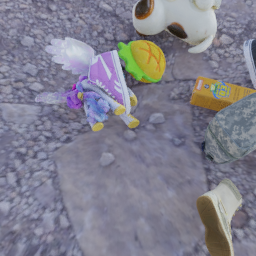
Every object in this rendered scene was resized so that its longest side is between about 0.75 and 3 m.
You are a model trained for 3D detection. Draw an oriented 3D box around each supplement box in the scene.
[{"bbox_3d":[3.166,-0.949,8.973,2.189,0.753,0.728,15,66,12],"label":"supplement box"}]

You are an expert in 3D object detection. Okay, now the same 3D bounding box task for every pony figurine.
[{"bbox_3d":[-1.148,-1.216,8.584,2.738,2.362,2.836,-6,50,-42],"label":"pony figurine"}]

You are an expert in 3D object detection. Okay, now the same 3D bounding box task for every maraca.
[{"bbox_3d":[0.441,-2.159,9.090,2.270,1.214,1.557,-20,78,-56],"label":"maraca"}]

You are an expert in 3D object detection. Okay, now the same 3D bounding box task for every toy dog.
[{"bbox_3d":[1.656,-4.088,10.301,2.998,2.092,2.907,6,86,4],"label":"toy dog"}]

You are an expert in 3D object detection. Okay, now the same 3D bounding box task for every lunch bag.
[{"bbox_3d":[3.133,0.135,7.883,1.906,1.599,1.328,-28,64,-17],"label":"lunch bag"}]

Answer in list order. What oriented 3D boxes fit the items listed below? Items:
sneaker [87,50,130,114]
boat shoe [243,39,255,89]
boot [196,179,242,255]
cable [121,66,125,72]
[{"bbox_3d":[-0.586,-1.200,8.144,1.064,0.676,1.866,-17,97,-3],"label":"sneaker"},{"bbox_3d":[4.298,-1.917,8.784,0.736,2.155,0.796,4,53,43],"label":"boat shoe"},{"bbox_3d":[2.451,2.327,7.068,1.414,0.662,1.819,-19,91,-45],"label":"boot"},{"bbox_3d":[-0.353,-1.874,9.391,0.306,0.591,1.218,-56,27,-1],"label":"cable"}]
